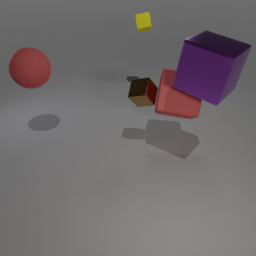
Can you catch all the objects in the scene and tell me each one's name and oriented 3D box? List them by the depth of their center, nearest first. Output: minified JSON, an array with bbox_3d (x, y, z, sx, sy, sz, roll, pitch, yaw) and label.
[{"bbox_3d":[2.310,-1.710,7.803,1.400,1.400,1.400,29,42,25],"label":"cube"},{"bbox_3d":[0.513,-1.195,9.469,0.700,0.700,0.700,-3,64,33],"label":"cube"},{"bbox_3d":[-3.386,-2.070,9.713,1.400,1.400,1.400,0,30,0],"label":"ball"},{"bbox_3d":[1.752,-1.136,9.733,1.400,1.400,1.400,10,0,3],"label":"cube"},{"bbox_3d":[0.771,-5.212,13.826,0.700,0.700,0.700,-9,5,8],"label":"cube"}]
